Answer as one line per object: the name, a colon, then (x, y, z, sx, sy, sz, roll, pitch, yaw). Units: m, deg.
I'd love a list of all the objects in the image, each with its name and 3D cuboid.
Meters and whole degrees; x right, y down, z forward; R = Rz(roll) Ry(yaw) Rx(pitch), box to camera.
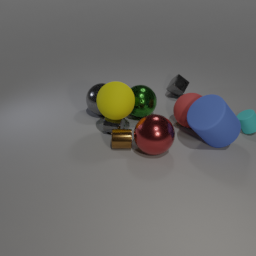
cube: (2.425, -2.056, 13.647, 0.700, 0.700, 0.700, 35, 68, -10)
cylinder: (-0.533, -0.140, 10.867, 0.700, 0.700, 0.700, 8, 31, 13)
cylinder: (2.990, -0.224, 9.755, 1.400, 1.400, 1.400, -25, 47, 30)
ball: (-0.450, -1.001, 10.274, 1.400, 1.400, 1.400, 0, 30, 0)
ball: (0.892, 0.223, 9.568, 1.400, 1.400, 1.400, 0, 30, 0)
ball: (-1.106, -1.229, 12.079, 1.400, 1.400, 1.400, 0, 30, 0)
ball: (0.523, -1.128, 11.895, 1.400, 1.400, 1.400, 0, 30, 0)
cylinder: (4.661, -0.248, 10.832, 0.700, 0.700, 0.700, -29, 20, 12)
cylinder: (-0.215, 0.385, 9.968, 0.700, 0.700, 0.700, 0, 30, 1)
ball: (2.520, -0.701, 11.173, 1.400, 1.400, 1.400, 0, 30, 0)
